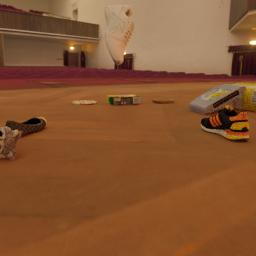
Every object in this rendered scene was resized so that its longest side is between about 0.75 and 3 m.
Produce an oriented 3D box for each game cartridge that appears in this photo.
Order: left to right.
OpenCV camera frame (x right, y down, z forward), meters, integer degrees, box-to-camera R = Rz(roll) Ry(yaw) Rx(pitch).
[{"bbox_3d":[3.832,-1.316,12.243,2.187,0.443,1.458,-29,16,-13],"label":"game cartridge"}]

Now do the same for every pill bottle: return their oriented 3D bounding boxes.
[{"bbox_3d":[5.448,-1.442,12.822,1.210,1.210,2.118,-10,16,-37],"label":"pill bottle"}]

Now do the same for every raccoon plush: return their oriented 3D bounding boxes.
[{"bbox_3d":[-2.845,0.191,6.512,1.177,0.850,1.756,9,13,3],"label":"raccoon plush"}]

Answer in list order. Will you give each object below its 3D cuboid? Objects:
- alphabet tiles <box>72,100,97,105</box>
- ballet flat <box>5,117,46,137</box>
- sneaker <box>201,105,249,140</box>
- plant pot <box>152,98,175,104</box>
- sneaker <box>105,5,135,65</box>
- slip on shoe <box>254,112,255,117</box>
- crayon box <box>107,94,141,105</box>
[{"bbox_3d":[-2.343,-1.370,15.089,1.290,0.094,1.262,-10,17,-38],"label":"alphabet tiles"},{"bbox_3d":[-2.982,-0.127,8.421,0.607,0.519,1.827,4,13,11],"label":"ballet flat"},{"bbox_3d":[2.803,-0.249,8.129,0.686,0.883,1.962,-3,13,-15],"label":"sneaker"},{"bbox_3d":[1.948,-1.498,15.498,1.277,0.176,1.277,0,13,0],"label":"plant pot"},{"bbox_3d":[-0.284,-3.616,10.552,1.045,2.609,0.918,-7,-18,13],"label":"sneaker"},{"bbox_3d":[5.109,-0.531,10.818,0.353,0.292,0.954,4,15,12],"label":"slip on shoe"},{"bbox_3d":[-0.227,-1.523,14.938,1.534,0.447,1.323,-4,13,-18],"label":"crayon box"}]
